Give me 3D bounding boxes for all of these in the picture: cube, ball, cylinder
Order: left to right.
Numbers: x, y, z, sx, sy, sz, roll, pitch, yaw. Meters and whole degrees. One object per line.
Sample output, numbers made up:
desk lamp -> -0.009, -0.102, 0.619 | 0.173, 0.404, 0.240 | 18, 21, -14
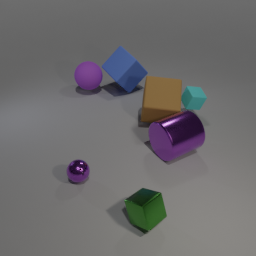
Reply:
ball -> -1.518, 1.309, 8.546 | 0.700, 0.700, 0.700 | 0, 31, 0
ball -> -1.969, -2.611, 13.977 | 1.400, 1.400, 1.400 | 0, 31, 0
cube -> -0.152, -2.891, 13.903 | 1.400, 1.400, 1.400 | 49, 9, 31
cube -> 0.449, 2.035, 7.099 | 0.700, 0.700, 0.700 | -25, 17, -37
cube -> 1.308, -1.073, 11.224 | 1.400, 1.400, 1.400 | 6, 68, 0
cylinder -> 1.652, 0.251, 9.592 | 1.400, 1.400, 1.400 | -21, 37, -24
cube -> 2.728, -1.247, 11.701 | 0.700, 0.700, 0.700 | 2, 46, -21
